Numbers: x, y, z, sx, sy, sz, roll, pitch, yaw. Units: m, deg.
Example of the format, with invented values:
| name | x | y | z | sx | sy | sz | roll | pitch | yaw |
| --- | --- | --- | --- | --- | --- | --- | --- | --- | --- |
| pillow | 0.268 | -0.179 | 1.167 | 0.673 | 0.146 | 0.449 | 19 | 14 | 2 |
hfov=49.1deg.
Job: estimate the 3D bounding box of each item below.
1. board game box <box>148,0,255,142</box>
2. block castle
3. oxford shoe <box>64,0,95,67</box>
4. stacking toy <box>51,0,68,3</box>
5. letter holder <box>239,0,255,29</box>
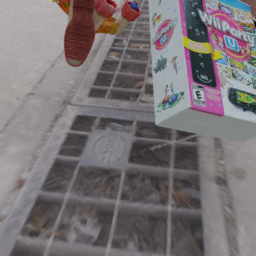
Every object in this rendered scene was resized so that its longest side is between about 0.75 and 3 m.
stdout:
| name | x | y | z | sx | sy | sz | roll | pitch | yaw |
| --- | --- | --- | --- | --- | --- | --- | --- | --- | --- |
| board game box | 1.270 | -1.089 | 4.391 | 1.732 | 0.754 | 2.347 | 10 | 65 | -27 |
| block castle | -1.003 | -3.644 | 6.894 | 2.707 | 1.270 | 1.809 | 51 | 31 | 5 |
| oxford shoe | -0.993 | -2.061 | 5.806 | 0.595 | 1.688 | 0.631 | 11 | -2 | -18 |
| stacking toy | -1.370 | -3.131 | 5.922 | 0.349 | 0.826 | 0.747 | 3 | 76 | -27 |
| letter holder | 2.064 | -3.227 | 6.242 | 1.828 | 2.572 | 1.293 | -36 | 1 | 9 |
